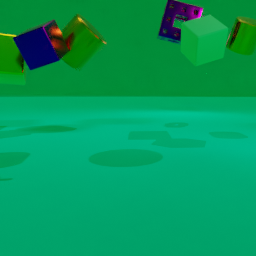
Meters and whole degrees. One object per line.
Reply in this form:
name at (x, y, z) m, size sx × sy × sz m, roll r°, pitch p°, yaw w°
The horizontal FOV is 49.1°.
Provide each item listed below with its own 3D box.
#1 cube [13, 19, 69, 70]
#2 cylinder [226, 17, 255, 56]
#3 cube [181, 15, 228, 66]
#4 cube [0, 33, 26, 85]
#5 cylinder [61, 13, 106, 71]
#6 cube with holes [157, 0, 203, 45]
cube at (-2.415, -2.350, 7.907) m, size 0.966 × 0.966 × 0.966 m, roll -14°, pitch 29°, yaw 15°
cylinder at (3.280, -2.575, 7.841) m, size 0.825 × 0.825 × 0.825 m, roll 8°, pitch 36°, yaw -6°
cube at (1.768, -2.067, 6.610) m, size 0.773 × 0.773 × 0.773 m, roll -19°, pitch 48°, yaw -9°
cube at (-3.848, -2.119, 8.741) m, size 1.215 × 1.215 × 1.215 m, roll 2°, pitch -7°, yaw -18°
cylinder at (-1.574, -2.732, 9.005) m, size 1.282 × 1.282 × 1.282 m, roll -42°, pitch -4°, yaw 15°
cube with holes at (1.427, -2.942, 7.940) m, size 0.963 × 0.963 × 0.963 m, roll 15°, pitch 13°, yaw 0°
